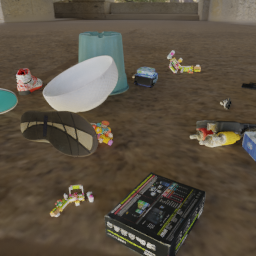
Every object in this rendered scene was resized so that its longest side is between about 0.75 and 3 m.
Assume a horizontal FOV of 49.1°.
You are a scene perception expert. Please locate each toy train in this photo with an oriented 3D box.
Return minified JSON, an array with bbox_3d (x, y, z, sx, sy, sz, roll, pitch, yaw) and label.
[{"bbox_3d":[-0.827,0.039,7.539,0.956,0.354,1.273,21,19,-15],"label":"toy train"}]

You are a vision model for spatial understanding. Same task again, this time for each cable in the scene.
[{"bbox_3d":[3.018,0.176,7.733,2.808,0.707,1.364,3,4,-23],"label":"cable"}]

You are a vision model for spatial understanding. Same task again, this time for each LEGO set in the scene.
[{"bbox_3d":[-1.093,1.316,5.265,0.854,0.318,0.393,-15,29,-29],"label":"LEGO set"},{"bbox_3d":[2.724,-3.071,14.134,1.822,0.838,0.678,30,46,-1],"label":"LEGO set"}]

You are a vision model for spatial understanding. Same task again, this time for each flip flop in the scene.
[{"bbox_3d":[-1.786,0.068,7.316,2.628,1.065,0.756,8,2,33],"label":"flip flop"}]

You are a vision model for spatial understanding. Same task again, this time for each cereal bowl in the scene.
[{"bbox_3d":[-1.467,-1.339,9.484,2.632,1.096,2.632,-19,30,12],"label":"cereal bowl"}]

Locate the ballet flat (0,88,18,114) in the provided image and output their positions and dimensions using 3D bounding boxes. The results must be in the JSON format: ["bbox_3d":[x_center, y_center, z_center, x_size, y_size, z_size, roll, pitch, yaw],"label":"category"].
[{"bbox_3d":[-4.992,-0.705,9.047,0.924,0.924,2.660,23,35,40],"label":"ballet flat"}]

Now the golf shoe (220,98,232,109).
[{"bbox_3d":[3.438,-0.831,9.903,0.355,0.292,0.751,-6,18,30],"label":"golf shoe"}]

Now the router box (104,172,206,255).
[{"bbox_3d":[0.508,1.454,4.785,1.144,0.474,1.527,16,29,30],"label":"router box"}]

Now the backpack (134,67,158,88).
[{"bbox_3d":[0.836,-2.272,12.301,0.943,0.757,1.030,13,24,17],"label":"backpack"}]

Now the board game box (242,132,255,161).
[{"bbox_3d":[4.130,0.742,6.262,2.228,0.486,2.239,-1,26,-3],"label":"board game box"}]

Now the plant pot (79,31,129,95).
[{"bbox_3d":[-1.097,-2.757,11.601,2.289,2.242,2.289,0,25,0],"label":"plant pot"}]

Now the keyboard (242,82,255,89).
[{"bbox_3d":[5.506,-1.771,11.993,1.166,0.120,0.741,14,35,25],"label":"keyboard"}]

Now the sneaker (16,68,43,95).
[{"bbox_3d":[-4.054,-2.054,11.627,0.578,0.928,1.731,4,26,8],"label":"sneaker"}]

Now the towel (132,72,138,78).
[{"bbox_3d":[0.642,-2.560,13.601,0.636,0.165,0.959,7,27,19],"label":"towel"}]
